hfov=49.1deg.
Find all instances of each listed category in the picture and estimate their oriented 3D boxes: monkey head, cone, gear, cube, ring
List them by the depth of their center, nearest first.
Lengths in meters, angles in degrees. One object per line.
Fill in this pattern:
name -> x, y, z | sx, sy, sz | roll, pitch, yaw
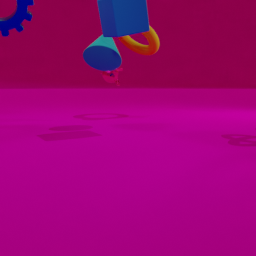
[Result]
cube -> -0.120, -2.822, 7.016 | 0.916, 0.916, 0.916 | -19, 24, -23
gear -> -3.521, -3.437, 7.610 | 1.793, 1.793, 0.332 | -4, 37, -22
cone -> -0.674, -2.497, 8.339 | 1.136, 1.141, 1.136 | 6, -25, 3
monkey head -> -0.547, -1.952, 10.151 | 1.010, 0.608, 0.726 | 38, 37, 28
ring -> 0.336, -3.669, 11.216 | 2.036, 0.407, 2.036 | 29, -13, 7
